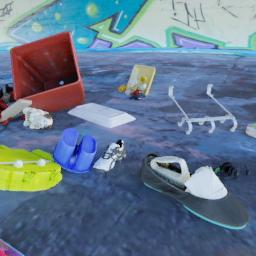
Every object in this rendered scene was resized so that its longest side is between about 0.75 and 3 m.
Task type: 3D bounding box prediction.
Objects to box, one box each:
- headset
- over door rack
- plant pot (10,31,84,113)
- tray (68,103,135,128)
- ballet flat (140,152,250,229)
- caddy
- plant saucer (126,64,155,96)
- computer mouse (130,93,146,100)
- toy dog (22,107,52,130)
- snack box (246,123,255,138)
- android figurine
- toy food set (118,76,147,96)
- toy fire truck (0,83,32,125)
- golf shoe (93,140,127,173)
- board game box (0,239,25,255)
[{"bbox_3d":[2.847,1.223,7.687,0.976,0.459,0.603,-18,19,-4],"label":"headset"},{"bbox_3d":[2.986,-0.739,11.637,2.021,0.911,2.736,-4,42,-9],"label":"over door rack"},{"bbox_3d":[-3.184,-2.073,12.037,2.611,2.608,2.301,-16,-24,1],"label":"plant pot"},{"bbox_3d":[-1.244,-0.670,12.625,2.981,0.331,1.601,19,26,40],"label":"tray"},{"bbox_3d":[1.367,1.282,6.447,2.859,0.978,0.972,18,30,39],"label":"ballet flat"},{"bbox_3d":[-1.562,0.707,8.191,1.141,0.847,1.614,22,17,-12],"label":"caddy"},{"bbox_3d":[0.837,-2.852,16.893,0.428,1.767,1.766,18,3,-45],"label":"plant saucer"},{"bbox_3d":[0.624,-1.807,15.749,0.695,0.265,1.003,15,25,37],"label":"computer mouse"},{"bbox_3d":[-3.505,-0.310,11.183,1.138,0.794,1.103,22,19,36],"label":"toy dog"},{"bbox_3d":[5.179,0.178,10.179,1.080,0.433,1.281,-8,21,-23],"label":"snack box"},{"bbox_3d":[-2.948,0.938,7.168,2.906,0.597,2.645,13,4,37],"label":"android figurine"},{"bbox_3d":[0.423,-2.466,16.384,1.833,0.875,0.825,-25,13,30],"label":"toy food set"},{"bbox_3d":[-4.763,-0.901,11.587,2.846,1.831,2.505,25,29,27],"label":"toy fire truck"},{"bbox_3d":[-0.563,0.797,8.200,0.563,0.684,1.448,11,25,25],"label":"golf shoe"},{"bbox_3d":[-2.370,2.365,4.352,2.162,0.421,1.708,13,24,32],"label":"board game box"}]
